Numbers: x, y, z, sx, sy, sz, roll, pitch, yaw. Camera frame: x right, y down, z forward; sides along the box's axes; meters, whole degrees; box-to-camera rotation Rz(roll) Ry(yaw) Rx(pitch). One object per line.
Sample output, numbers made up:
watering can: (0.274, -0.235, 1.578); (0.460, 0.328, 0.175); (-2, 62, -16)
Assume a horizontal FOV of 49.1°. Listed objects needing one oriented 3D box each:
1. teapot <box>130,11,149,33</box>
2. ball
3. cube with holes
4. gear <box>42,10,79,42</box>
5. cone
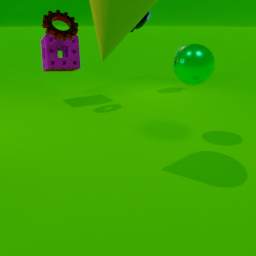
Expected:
teapot: (0.384, -4.783, 11.531); (1.191, 1.916, 0.938); (24, -10, -32)
ball: (1.664, -1.595, 7.096); (1.039, 1.039, 1.039); (0, 22, 0)
cube with holes: (-2.576, -2.810, 10.650); (1.197, 1.197, 1.197); (-6, 8, -24)
gear: (-2.217, -3.377, 9.222); (1.155, 0.214, 1.155); (11, 60, -19)
cone: (-0.235, -1.992, 4.966); (1.666, 1.672, 1.666); (15, 22, -6)
